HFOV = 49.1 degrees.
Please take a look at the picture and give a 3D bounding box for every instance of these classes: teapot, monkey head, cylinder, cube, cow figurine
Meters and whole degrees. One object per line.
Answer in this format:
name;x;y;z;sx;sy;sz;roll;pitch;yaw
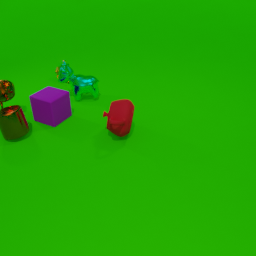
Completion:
teapot;-0.296;-0.346;8.398;0.895;1.137;1.828;11;14;1
teapot;-3.982;-1.105;8.961;0.785;1.263;0.618;-21;72;-45
monkey head;-2.696;-2.364;11.984;0.623;1.034;0.744;-11;7;23
cylinder;-3.437;-0.173;8.324;0.794;0.794;0.794;-10;26;5
cube;-2.518;-0.719;9.209;0.915;0.915;0.915;16;36;24
cow figurine;-1.810;-1.774;10.319;1.478;1.455;0.811;-7;30;2
